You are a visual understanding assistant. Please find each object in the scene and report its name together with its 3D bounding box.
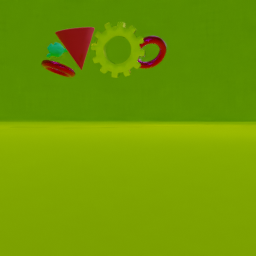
[{"bbox_3d":[-1.997,-3.109,11.256,1.557,1.562,1.557,-7,14,2],"label":"cone"},{"bbox_3d":[-0.352,-2.812,10.122,1.922,1.922,0.355,0,11,9],"label":"gear"},{"bbox_3d":[-3.238,-3.434,12.664,1.067,0.643,0.768,-24,-25,-21],"label":"monkey head"},{"bbox_3d":[-2.739,-2.332,11.060,1.364,0.273,1.364,18,-3,1],"label":"ring"},{"bbox_3d":[0.818,-2.953,11.028,1.475,0.295,1.475,-12,-38,-10],"label":"ring"}]
